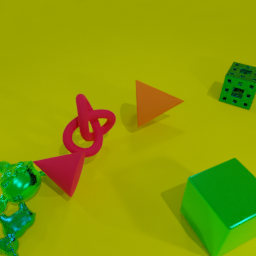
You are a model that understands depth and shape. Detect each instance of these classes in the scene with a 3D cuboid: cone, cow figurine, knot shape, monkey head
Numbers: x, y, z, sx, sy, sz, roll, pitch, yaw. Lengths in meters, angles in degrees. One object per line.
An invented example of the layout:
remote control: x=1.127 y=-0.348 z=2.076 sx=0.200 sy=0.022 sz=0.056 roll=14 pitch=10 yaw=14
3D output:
cone: x=-1.702 y=0.932 z=6.569 sx=1.114 sy=1.110 sz=1.110 roll=15 pitch=43 yaw=0
cone: x=0.977 y=-0.769 z=8.425 sx=1.439 sy=1.434 sz=1.434 roll=-3 pitch=42 yaw=2
cow figurine: x=-2.356 y=2.177 z=5.937 sx=1.026 sy=0.563 sz=1.010 roll=-31 pitch=47 yaw=-32
knot shape: x=-0.946 y=-0.065 z=7.464 sx=0.751 sy=1.626 sz=1.522 roll=6 pitch=3 yaw=36
monkey head: x=-2.683 y=1.254 z=6.729 sx=1.095 sy=0.917 sz=1.522 roll=12 pitch=37 yaw=33

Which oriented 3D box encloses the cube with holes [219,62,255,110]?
cube with holes: x=3.895 y=-1.464 z=9.627 sx=1.057 sy=1.057 sz=1.057 roll=21 pitch=46 yaw=22

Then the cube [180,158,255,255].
cube: x=2.049 y=1.661 z=5.909 sx=1.290 sy=1.290 sz=1.290 roll=-18 pitch=46 yaw=-19
